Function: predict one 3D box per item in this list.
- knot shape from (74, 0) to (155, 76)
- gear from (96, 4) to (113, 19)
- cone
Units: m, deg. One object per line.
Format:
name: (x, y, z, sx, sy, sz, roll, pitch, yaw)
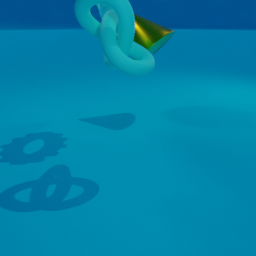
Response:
knot shape: (-0.161, -1.537, 5.003, 0.790, 1.600, 1.710, -35, -18, -2)
gear: (-0.682, -3.396, 6.686, 0.341, 1.846, 1.846, -20, 23, -1)
cone: (0.325, -3.057, 8.658, 1.582, 1.588, 1.582, -38, 1, 0)
